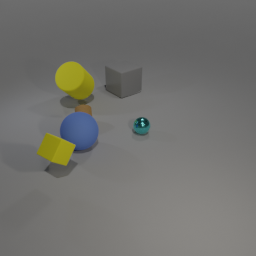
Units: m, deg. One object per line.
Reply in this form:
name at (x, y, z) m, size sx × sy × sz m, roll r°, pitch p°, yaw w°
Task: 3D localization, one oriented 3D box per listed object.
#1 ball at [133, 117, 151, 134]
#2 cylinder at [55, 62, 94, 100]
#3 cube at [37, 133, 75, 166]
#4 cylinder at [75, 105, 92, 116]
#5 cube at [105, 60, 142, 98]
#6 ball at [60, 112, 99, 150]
ball at (0.557, -0.094, 11.290) m, size 0.700 × 0.700 × 0.700 m, roll 0°, pitch 31°, yaw 0°
cylinder at (-2.441, -2.171, 13.034) m, size 1.400 × 1.400 × 1.400 m, roll 9°, pitch -8°, yaw 14°
cube at (-2.168, 0.649, 8.479) m, size 0.700 × 0.700 × 0.700 m, roll 20°, pitch -6°, yaw 30°
cylinder at (-1.858, -0.521, 11.743) m, size 0.700 × 0.700 × 0.700 m, roll -5°, pitch 70°, yaw -9°
cube at (-0.232, -2.590, 14.731) m, size 1.400 × 1.400 × 1.400 m, roll -23°, pitch 39°, yaw -33°
ball at (-1.778, 0.110, 10.263) m, size 1.400 × 1.400 × 1.400 m, roll 0°, pitch 31°, yaw 0°
